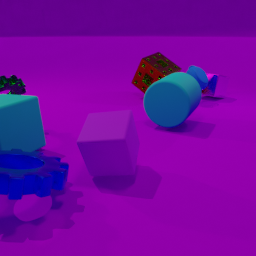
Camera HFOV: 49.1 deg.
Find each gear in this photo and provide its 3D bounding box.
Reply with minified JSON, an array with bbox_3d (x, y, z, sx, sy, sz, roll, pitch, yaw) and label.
[{"bbox_3d":[-3.050,-0.795,6.720,1.190,1.190,0.220,-24,75,-49],"label":"gear"},{"bbox_3d":[-1.647,0.619,4.115,1.496,0.277,1.496,9,7,-1],"label":"gear"}]

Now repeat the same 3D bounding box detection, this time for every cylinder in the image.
[{"bbox_3d":[1.188,-0.758,7.332,1.214,1.214,1.214,10,23,25],"label":"cylinder"}]

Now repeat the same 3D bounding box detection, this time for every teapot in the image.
[{"bbox_3d":[2.276,-1.590,9.530,0.863,1.388,0.680,17,-36,-33],"label":"teapot"}]

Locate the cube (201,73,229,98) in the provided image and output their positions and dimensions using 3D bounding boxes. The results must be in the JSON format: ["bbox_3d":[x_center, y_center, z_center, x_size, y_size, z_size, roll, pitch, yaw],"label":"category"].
[{"bbox_3d":[3.108,-1.564,10.294,0.788,0.788,0.788,0,14,-44],"label":"cube"}]

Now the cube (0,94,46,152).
[{"bbox_3d":[-2.496,-0.018,5.614,1.092,1.092,1.092,7,21,28],"label":"cube"}]

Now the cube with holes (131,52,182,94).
[{"bbox_3d":[1.019,-1.885,10.143,1.104,1.104,1.104,41,44,16],"label":"cube with holes"}]

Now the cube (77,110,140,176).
[{"bbox_3d":[-0.296,0.261,4.821,0.804,0.804,0.804,-4,37,14],"label":"cube"}]
